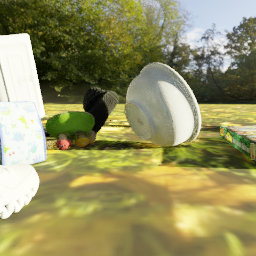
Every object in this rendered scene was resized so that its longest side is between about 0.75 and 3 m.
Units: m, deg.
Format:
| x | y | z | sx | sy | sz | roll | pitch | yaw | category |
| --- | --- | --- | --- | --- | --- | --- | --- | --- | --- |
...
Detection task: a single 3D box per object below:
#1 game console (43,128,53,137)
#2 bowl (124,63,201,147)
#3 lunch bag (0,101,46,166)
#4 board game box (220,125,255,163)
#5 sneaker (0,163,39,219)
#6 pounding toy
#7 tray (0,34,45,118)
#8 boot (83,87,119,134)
| x | y | z | sx | sy | sz | roll | pitch | yaw | category |
| --- | --- | --- | --- | --- | --- | --- | --- | --- | --- |
| -1.928 | 0.094 | 6.917 | 1.548 | 0.187 | 0.913 | 2 | 6 | 3 | game console |
| 0.456 | -0.274 | 5.099 | 0.745 | 1.659 | 1.659 | -32 | 20 | -23 | bowl |
| -1.547 | 0.072 | 3.773 | 0.551 | 0.864 | 0.735 | 4 | 8 | 28 | lunch bag |
| 2.672 | 0.235 | 4.888 | 1.563 | 0.350 | 2.982 | 3 | 6 | 7 | board game box |
| -1.235 | 0.390 | 1.974 | 0.571 | 0.616 | 1.521 | 3 | 4 | 26 | sneaker |
| -1.013 | 0.178 | 5.195 | 0.895 | 0.538 | 1.159 | -11 | -23 | -4 | pounding toy |
| -3.094 | -1.316 | 7.919 | 0.278 | 2.510 | 1.348 | 11 | 25 | 39 | tray |
| -0.867 | -0.358 | 6.394 | 1.007 | 1.347 | 0.507 | 19 | -26 | 54 | boot |
